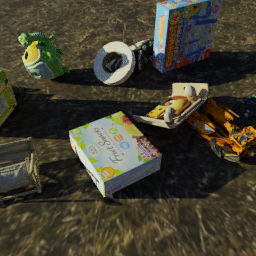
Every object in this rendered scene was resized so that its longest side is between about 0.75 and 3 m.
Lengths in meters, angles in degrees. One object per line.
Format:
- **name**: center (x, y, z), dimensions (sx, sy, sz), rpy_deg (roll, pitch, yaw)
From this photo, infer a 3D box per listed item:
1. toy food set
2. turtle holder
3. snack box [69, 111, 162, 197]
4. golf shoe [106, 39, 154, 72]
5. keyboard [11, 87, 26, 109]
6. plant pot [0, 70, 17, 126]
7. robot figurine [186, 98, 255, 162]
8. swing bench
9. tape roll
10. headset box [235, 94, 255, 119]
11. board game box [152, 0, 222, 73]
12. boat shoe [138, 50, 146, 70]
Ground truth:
- **toy food set**: center (1.425, -0.845, 9.394), dimensions (2.255, 0.681, 1.618), rpy_deg (-38, 29, -26)
- **turtle holder**: center (-3.360, -2.757, 11.078), dimensions (1.472, 2.072, 1.575), rpy_deg (-22, 87, -1)
- **snack box**: center (-0.420, 0.659, 8.280), dimensions (1.889, 0.758, 2.240), rpy_deg (-22, 46, -23)
- **golf shoe**: center (0.205, -3.289, 12.299), dimensions (2.795, 1.079, 1.231), rpy_deg (-34, 47, -31)
- **keyboard**: center (-5.231, -1.258, 10.669), dimensions (2.568, 0.329, 1.542), rpy_deg (3, 50, 2)
- **plant pot**: center (-4.842, -0.996, 9.111), dimensions (1.739, 1.916, 1.907), rpy_deg (19, 55, 7)
- **robot figurine**: center (3.102, 0.047, 8.978), dimensions (1.734, 0.696, 2.392), rpy_deg (-27, 49, -23)
- **swing bench**: center (-3.245, 1.145, 7.681), dimensions (1.453, 0.948, 1.461), rpy_deg (-12, 39, -12)
- **tape roll**: center (-0.560, -2.586, 11.258), dimensions (1.783, 0.326, 1.783), rpy_deg (-6, 77, 25)
- **headset box**: center (4.459, -0.791, 10.098), dimensions (0.837, 0.388, 0.728), rpy_deg (-15, 45, -15)
- **board game box**: center (2.427, -3.990, 11.759), dimensions (2.714, 2.772, 0.775), rpy_deg (-23, 49, -22)
- **boat shoe**: center (0.619, -2.859, 11.815), dimensions (0.299, 1.057, 0.363), rpy_deg (11, 61, 10)
